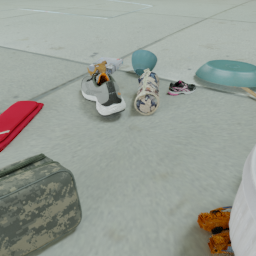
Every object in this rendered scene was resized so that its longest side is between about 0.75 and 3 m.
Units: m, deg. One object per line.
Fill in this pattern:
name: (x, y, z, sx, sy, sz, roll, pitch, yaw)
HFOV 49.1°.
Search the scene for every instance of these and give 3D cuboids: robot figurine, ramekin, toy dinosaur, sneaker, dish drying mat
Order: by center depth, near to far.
ramekin: (2.755, 1.415, 3.727, 2.816, 1.478, 2.816, 5, 40, -5)
robot figurine: (1.922, 1.679, 4.709, 1.340, 0.390, 0.972, -5, 33, -8)
dish drying mat: (-3.342, -0.166, 7.901, 0.982, 0.233, 2.556, 4, 32, 9)
sneaker: (-0.844, -1.336, 8.950, 1.023, 1.098, 2.769, -18, 28, -18)
sneaker: (1.915, -1.444, 9.792, 1.083, 0.467, 0.435, -13, 35, -22)
toy dinosaur: (-1.052, -2.204, 10.884, 0.950, 0.540, 1.789, -15, 45, 2)

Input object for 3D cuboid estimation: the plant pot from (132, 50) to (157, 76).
plant pot: (0.595, -2.521, 11.217, 1.048, 1.048, 0.706, 8, 67, 14)

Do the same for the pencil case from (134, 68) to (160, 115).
pencil case: (0.629, -1.164, 8.950, 0.741, 0.852, 1.906, -24, 26, 20)

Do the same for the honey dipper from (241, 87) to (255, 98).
honey dipper: (4.132, -1.342, 9.795, 0.379, 0.379, 1.996, -9, 37, -14)

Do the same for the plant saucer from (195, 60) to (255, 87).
plant saucer: (3.988, -2.195, 10.804, 2.669, 0.480, 2.669, 1, 26, -1)

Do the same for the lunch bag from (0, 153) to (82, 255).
lunch bag: (-1.918, 1.229, 4.726, 1.801, 1.255, 1.511, -23, 24, -33)

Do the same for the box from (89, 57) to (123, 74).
box: (-0.922, -2.713, 12.072, 1.040, 0.275, 1.334, 10, 34, 15)
